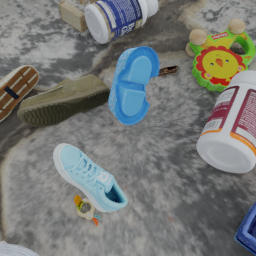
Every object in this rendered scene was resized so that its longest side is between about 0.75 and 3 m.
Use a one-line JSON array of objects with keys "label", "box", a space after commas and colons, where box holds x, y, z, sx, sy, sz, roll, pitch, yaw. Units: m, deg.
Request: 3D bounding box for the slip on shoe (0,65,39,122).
[{"label": "slip on shoe", "box": [-4.080, -1.033, 9.058, 2.721, 1.034, 0.824, -50, 30, -16]}]

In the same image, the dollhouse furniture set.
[{"label": "dollhouse furniture set", "box": [-1.384, -5.332, 11.277, 1.200, 1.404, 2.710, 37, 66, 18]}]

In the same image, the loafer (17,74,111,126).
[{"label": "loafer", "box": [-2.015, -0.912, 8.845, 2.937, 1.117, 0.990, -17, 59, -22]}]

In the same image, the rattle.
[{"label": "rattle", "box": [-1.030, 2.123, 7.286, 0.519, 0.569, 0.797, -20, 53, -34]}]

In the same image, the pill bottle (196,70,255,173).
[{"label": "pill bottle", "box": [3.204, -0.247, 8.088, 1.586, 1.586, 2.778, 26, 63, 15]}]

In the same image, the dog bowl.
[{"label": "dog bowl", "box": [0.120, -1.212, 7.955, 1.239, 2.223, 0.551, 3, 17, -40]}]

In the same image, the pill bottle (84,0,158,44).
[{"label": "pill bottle", "box": [-0.197, -4.373, 10.650, 2.605, 1.447, 1.447, -31, 64, -17]}]

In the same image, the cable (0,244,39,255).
[{"label": "cable", "box": [-2.711, 3.660, 5.613, 2.526, 0.875, 2.526, -42, 93, -11]}]

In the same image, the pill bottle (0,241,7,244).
[{"label": "pill bottle", "box": [-3.457, 3.290, 6.387, 1.491, 0.851, 0.851, -20, 61, -12]}]

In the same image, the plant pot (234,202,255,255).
[{"label": "plant pot", "box": [3.367, 2.485, 6.698, 1.278, 1.149, 1.278, 33, 65, 18]}]

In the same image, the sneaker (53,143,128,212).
[{"label": "sneaker", "box": [-0.717, 1.058, 6.183, 0.849, 2.073, 0.766, -18, 34, 37]}]

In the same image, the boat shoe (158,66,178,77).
[{"label": "boat shoe", "box": [1.361, -2.052, 9.939, 0.824, 0.290, 0.290, -14, 62, -7]}]

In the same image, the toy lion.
[{"label": "toy lion", "box": [3.406, -2.492, 9.979, 2.593, 0.890, 2.485, -19, 68, -12]}]
